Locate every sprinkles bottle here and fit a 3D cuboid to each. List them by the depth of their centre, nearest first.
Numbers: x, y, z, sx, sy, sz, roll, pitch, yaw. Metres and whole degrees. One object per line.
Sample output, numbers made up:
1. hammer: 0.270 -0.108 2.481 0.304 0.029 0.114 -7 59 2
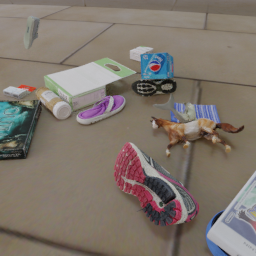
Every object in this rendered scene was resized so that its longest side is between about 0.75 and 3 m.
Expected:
1. sprinkles bottle: -2.603 -0.891 9.706 0.577 0.577 1.692 -24 41 -30

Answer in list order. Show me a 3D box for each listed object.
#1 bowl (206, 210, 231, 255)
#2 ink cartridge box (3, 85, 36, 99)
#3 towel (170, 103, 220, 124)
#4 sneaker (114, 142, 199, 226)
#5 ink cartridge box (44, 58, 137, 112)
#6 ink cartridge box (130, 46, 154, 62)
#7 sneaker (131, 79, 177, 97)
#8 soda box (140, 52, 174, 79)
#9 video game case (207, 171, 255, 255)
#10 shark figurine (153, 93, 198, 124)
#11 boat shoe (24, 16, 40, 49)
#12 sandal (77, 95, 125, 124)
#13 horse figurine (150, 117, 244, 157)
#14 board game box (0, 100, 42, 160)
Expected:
1. bowl: 2.248 2.178 5.536 1.357 0.266 1.357 0 35 0
2. ink cartridge box: -4.194 -1.503 10.901 0.789 0.233 0.986 14 38 20
3. towel: 2.241 -0.500 9.486 1.619 0.193 1.172 3 36 5
4. sneaker: 0.503 1.255 6.418 0.957 1.034 2.564 12 23 -38
5. ink cartridge box: -1.447 -1.806 10.912 2.946 0.706 2.144 -24 41 -30
6. ink cartridge box: 0.672 -3.690 13.888 0.752 0.434 1.030 24 41 31
7. sneaker: 0.969 -1.607 10.873 1.725 0.663 0.764 0 17 -6
8. soda box: 1.170 -2.290 10.556 0.924 0.874 2.724 0 10 14
9. video game case: 3.081 2.011 5.362 2.253 0.284 2.472 33 41 28
10. shark figurine: 1.580 -0.326 8.683 1.847 0.771 1.103 4 60 -52
11. boat shoe: -3.014 -2.990 8.878 0.384 1.079 0.376 -14 50 -44
12. sandal: -0.828 -0.748 9.545 0.865 0.522 2.125 23 41 30
13. horse figurine: 1.950 0.148 8.111 2.491 0.622 1.651 -7 29 3
14. board game box: -3.825 -0.029 8.623 1.879 0.391 2.778 -3 35 -5
